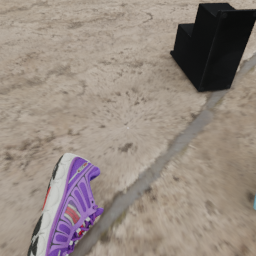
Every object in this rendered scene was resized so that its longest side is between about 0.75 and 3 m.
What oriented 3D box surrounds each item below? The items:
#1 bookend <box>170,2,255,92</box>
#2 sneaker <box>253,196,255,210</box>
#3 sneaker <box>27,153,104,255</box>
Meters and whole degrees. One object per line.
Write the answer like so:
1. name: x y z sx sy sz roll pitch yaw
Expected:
1. bookend: 2.417 -2.815 8.595 1.129 2.435 2.450 -8 43 -14
2. sneaker: 3.366 0.954 5.574 1.216 0.741 1.862 18 80 28
3. sneaker: -1.038 1.689 5.028 1.123 1.086 2.692 20 54 -14
